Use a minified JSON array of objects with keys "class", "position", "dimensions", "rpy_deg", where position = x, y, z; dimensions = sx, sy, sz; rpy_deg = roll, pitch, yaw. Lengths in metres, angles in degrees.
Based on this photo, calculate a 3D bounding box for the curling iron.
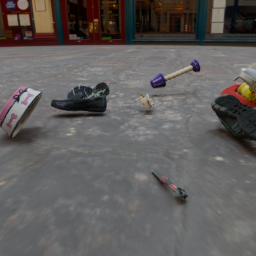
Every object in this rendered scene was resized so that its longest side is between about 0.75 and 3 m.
[{"class":"curling iron","position":[0.711,1.012,5.184],"dimensions":[0.160,0.310,1.251],"rpy_deg":[-42,24,-9]}]

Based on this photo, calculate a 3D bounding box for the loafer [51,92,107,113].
[{"class":"loafer","position":[-1.625,-0.872,9.358],"dimensions":[1.852,0.650,0.629],"rpy_deg":[2,3,-8]}]

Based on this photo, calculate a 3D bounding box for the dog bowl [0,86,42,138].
[{"class":"dog bowl","position":[-2.890,-0.480,7.430],"dimensions":[0.529,1.435,1.435],"rpy_deg":[33,15,-13]}]

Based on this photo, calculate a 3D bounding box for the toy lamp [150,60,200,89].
[{"class":"toy lamp","position":[1.997,-2.280,12.029],"dimensions":[2.193,0.638,0.638],"rpy_deg":[-24,25,-10]}]

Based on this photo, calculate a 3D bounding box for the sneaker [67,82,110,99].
[{"class":"sneaker","position":[-1.579,-1.223,10.771],"dimensions":[1.838,0.713,0.793],"rpy_deg":[-16,-4,-43]}]

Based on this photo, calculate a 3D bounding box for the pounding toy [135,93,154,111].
[{"class":"pounding toy","position":[0.591,-0.844,9.794],"dimensions":[0.529,0.528,0.923],"rpy_deg":[-30,24,14]}]

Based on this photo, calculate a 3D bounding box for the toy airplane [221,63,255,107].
[{"class":"toy airplane","position":[3.913,-0.855,7.851],"dimensions":[2.255,1.598,2.265],"rpy_deg":[25,-2,9]}]

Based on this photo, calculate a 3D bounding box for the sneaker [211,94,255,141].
[{"class":"sneaker","position":[3.044,-0.123,7.147],"dimensions":[0.850,0.893,2.254],"rpy_deg":[-31,34,-2]}]
